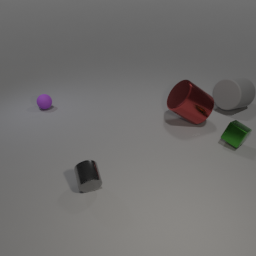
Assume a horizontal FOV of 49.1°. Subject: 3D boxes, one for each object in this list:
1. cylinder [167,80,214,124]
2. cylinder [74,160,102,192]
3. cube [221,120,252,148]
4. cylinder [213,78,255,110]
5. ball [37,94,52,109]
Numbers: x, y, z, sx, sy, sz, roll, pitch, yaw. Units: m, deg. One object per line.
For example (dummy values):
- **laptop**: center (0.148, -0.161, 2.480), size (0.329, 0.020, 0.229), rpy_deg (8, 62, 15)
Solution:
- **cylinder**: center (2.568, -1.061, 11.584), size (1.400, 1.400, 1.400), rpy_deg (28, 19, -25)
- **cylinder**: center (-1.177, 1.418, 8.262), size (0.700, 0.700, 0.700), rpy_deg (-10, 54, -17)
- **cube**: center (3.979, 0.210, 10.301), size (0.700, 0.700, 0.700), rpy_deg (38, 29, 26)
- **cylinder**: center (4.859, -1.582, 12.847), size (1.400, 1.400, 1.400), rpy_deg (-11, 30, -40)
- **ball**: center (-3.920, -1.239, 13.132), size (0.700, 0.700, 0.700), rpy_deg (0, 29, 0)
